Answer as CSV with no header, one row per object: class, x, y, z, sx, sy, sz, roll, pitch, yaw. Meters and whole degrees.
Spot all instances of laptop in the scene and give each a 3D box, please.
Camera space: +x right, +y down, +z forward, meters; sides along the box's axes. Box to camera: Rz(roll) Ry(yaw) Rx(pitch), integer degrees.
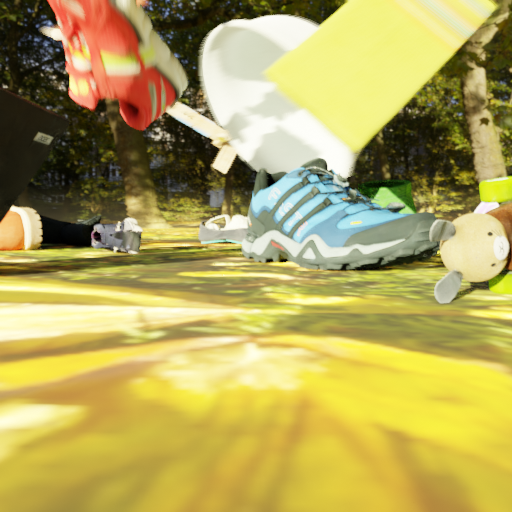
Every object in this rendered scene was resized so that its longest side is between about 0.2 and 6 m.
laptop,-4.747,-0.800,6.338,4.086,2.110,3.621,0,3,3

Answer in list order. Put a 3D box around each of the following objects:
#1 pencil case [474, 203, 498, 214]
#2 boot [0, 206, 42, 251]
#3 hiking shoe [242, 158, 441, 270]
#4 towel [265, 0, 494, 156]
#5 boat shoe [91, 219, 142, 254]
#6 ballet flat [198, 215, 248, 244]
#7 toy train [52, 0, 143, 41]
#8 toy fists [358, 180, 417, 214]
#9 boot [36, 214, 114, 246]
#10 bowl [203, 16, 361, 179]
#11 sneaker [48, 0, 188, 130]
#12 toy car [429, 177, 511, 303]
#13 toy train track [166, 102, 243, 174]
pencil case,3.378,-0.325,6.584,1.085,1.105,2.586,11,3,0
boot,-6.099,-0.638,12.432,1.615,1.130,3.012,-10,10,-40
hiking shoe,0.931,-0.622,7.808,1.326,1.545,3.564,-3,5,-38
towel,1.763,-2.882,7.549,3.583,1.542,0.323,-46,-6,-24
boat shoe,-2.924,-0.448,11.499,0.897,0.722,1.934,7,2,-21
ballet flat,-0.681,-0.696,15.112,2.356,0.861,0.861,3,5,41
toy train,-2.130,-3.626,7.564,1.536,0.569,2.045,-30,-19,-15
toy fists,1.973,-0.758,11.614,2.785,1.420,0.958,2,22,35
boot,-4.807,-0.653,14.011,1.816,0.825,2.161,-2,-5,37
bowl,0.795,-2.951,10.425,1.637,3.642,3.642,-42,22,-21
sneaker,-2.036,-2.658,7.276,1.267,1.397,3.291,38,-1,28
toy car,1.888,-0.073,4.495,1.208,0.993,0.953,-13,9,-25
toy train track,-1.022,-3.055,13.226,2.893,1.660,0.471,29,-26,-12
